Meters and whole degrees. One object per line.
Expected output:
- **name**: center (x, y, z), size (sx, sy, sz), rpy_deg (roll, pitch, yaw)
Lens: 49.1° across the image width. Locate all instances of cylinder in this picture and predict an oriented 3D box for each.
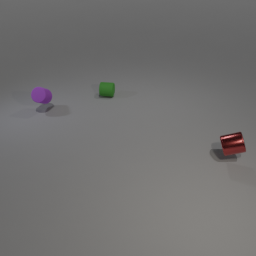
- **cylinder**: center (-3.877, -1.460, 12.603), size (0.700, 0.700, 0.700), rpy_deg (5, 1, 9)
- **cylinder**: center (3.505, 0.533, 9.373), size (0.700, 0.700, 0.700), rpy_deg (-14, 27, 19)
- **cylinder**: center (-1.065, -1.976, 14.293), size (0.700, 0.700, 0.700), rpy_deg (5, 31, 7)
